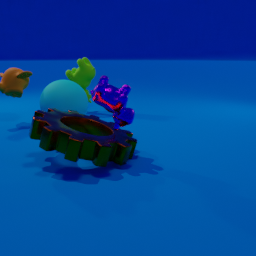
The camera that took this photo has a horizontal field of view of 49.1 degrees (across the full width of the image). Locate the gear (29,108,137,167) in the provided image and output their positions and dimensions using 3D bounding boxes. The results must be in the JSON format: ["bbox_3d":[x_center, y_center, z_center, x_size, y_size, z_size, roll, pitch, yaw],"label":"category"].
[{"bbox_3d":[-0.870,0.128,5.643,2.073,0.383,2.073,16,14,-4],"label":"gear"}]

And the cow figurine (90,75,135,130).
[{"bbox_3d":[-0.293,-0.443,5.413,0.998,0.982,0.548,23,49,-10],"label":"cow figurine"}]

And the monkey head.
[{"bbox_3d":[-3.438,-1.381,8.135,1.419,0.855,1.021,5,-8,35],"label":"monkey head"}]

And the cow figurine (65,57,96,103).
[{"bbox_3d":[-1.533,-1.574,9.798,1.392,1.369,0.764,-35,6,31],"label":"cow figurine"}]

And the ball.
[{"bbox_3d":[-1.793,-0.686,7.881,1.328,1.328,1.328,0,15,0],"label":"ball"}]
